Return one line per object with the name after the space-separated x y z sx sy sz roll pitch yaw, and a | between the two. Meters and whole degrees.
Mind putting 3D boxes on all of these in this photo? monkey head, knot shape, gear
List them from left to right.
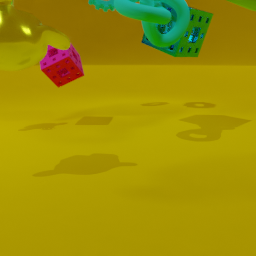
-1.839 -1.527 4.284 1.749 1.258 1.054 -13 53 -15 | monkey head
-0.954 -4.994 10.647 1.303 1.303 0.241 -6 -23 -23 | gear
0.502 -2.784 6.378 0.921 1.993 1.865 -23 12 42 | knot shape

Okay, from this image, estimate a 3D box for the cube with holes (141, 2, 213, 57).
1.382 -2.825 7.956 1.249 1.249 1.249 34 32 32 | cube with holes

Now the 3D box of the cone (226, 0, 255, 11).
2.900 -3.531 7.246 1.311 1.306 1.306 -27 24 -21 | cone

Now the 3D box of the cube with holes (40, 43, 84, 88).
-1.962 -1.944 8.259 0.902 0.902 0.902 -23 -32 10 | cube with holes
